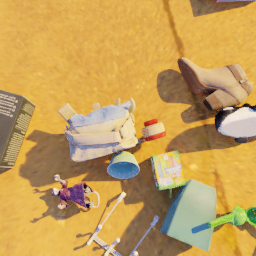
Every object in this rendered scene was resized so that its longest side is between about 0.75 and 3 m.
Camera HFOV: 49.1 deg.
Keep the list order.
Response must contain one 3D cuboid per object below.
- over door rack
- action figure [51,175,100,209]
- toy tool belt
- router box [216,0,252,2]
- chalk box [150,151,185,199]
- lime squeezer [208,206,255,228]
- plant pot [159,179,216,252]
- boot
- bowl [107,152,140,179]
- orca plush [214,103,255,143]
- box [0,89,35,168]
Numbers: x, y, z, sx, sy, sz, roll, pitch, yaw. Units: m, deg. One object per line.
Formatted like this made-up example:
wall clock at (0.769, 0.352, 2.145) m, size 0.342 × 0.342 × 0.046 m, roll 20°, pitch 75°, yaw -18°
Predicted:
over door rack at (-0.138, 2.795, 7.610) m, size 1.275 × 0.575 × 1.726 m, roll 35°, pitch 82°, yaw 5°
action figure at (-1.539, 1.759, 7.709) m, size 1.303 × 0.970 × 0.873 m, roll -2°, pitch 78°, yaw 27°
toy tool belt at (-0.433, -0.185, 7.598) m, size 2.668 × 1.666 × 1.639 m, roll -17°, pitch 89°, yaw -3°
router box at (3.391, -4.707, 8.893) m, size 1.466 × 0.358 × 1.316 m, roll -8°, pitch 80°, yaw -11°
chalk box at (1.113, 1.312, 7.770) m, size 0.754 × 0.758 × 1.219 m, roll -12°, pitch 81°, yaw -2°
lime squeezer at (3.216, 2.454, 7.364) m, size 2.941 × 1.039 × 0.555 m, roll 6°, pitch 108°, yaw -13°
plant pot at (1.693, 2.252, 7.484) m, size 1.106 × 1.107 × 1.566 m, roll 22°, pitch 73°, yaw 4°
boot at (2.643, -1.508, 8.343) m, size 1.533 × 0.736 × 2.096 m, roll -30°, pitch 83°, yaw -11°
bowl at (-0.135, 0.993, 7.843) m, size 0.899 × 0.899 × 0.470 m, roll -2°, pitch 49°, yaw 0°
orca plush at (3.734, -0.497, 7.966) m, size 2.919 × 1.535 × 1.037 m, roll -14°, pitch 50°, yaw 0°
box at (-3.741, -0.042, 7.832) m, size 1.485 × 1.071 × 2.000 m, roll 16°, pitch 80°, yaw 3°
